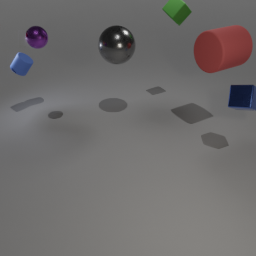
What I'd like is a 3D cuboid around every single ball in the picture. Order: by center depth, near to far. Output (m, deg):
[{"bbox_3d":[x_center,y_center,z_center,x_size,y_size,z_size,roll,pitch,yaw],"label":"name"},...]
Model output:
[{"bbox_3d":[-2.924,-2.910,8.997,0.700,0.700,0.700,0,31,0],"label":"ball"},{"bbox_3d":[-0.415,-3.080,10.432,1.400,1.400,1.400,0,31,0],"label":"ball"}]

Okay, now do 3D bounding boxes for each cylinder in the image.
[{"bbox_3d":[3.243,-2.714,9.628,1.400,1.400,1.400,-19,36,-25],"label":"cylinder"},{"bbox_3d":[-4.442,-2.665,11.721,0.700,0.700,0.700,34,24,-18],"label":"cylinder"}]

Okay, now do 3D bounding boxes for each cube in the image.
[{"bbox_3d":[3.594,-0.930,8.658,0.700,0.700,0.700,8,1,41],"label":"cube"},{"bbox_3d":[1.907,-4.581,10.898,0.700,0.700,0.700,13,37,-55],"label":"cube"}]
